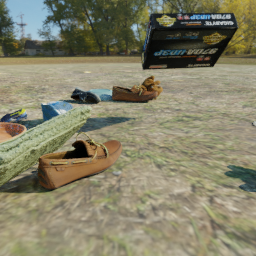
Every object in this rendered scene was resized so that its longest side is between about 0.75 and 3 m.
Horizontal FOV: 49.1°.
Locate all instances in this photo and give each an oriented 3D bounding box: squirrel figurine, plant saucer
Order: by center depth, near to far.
[{"bbox_3d":[-4.236,0.310,8.443,2.244,0.420,2.244,0,17,0],"label":"plant saucer"},{"bbox_3d":[1.203,-2.105,15.956,1.644,1.164,1.535,-16,29,-5],"label":"squirrel figurine"},{"bbox_3d":[-1.616,-1.986,16.281,2.212,0.426,2.212,0,17,0],"label":"plant saucer"}]

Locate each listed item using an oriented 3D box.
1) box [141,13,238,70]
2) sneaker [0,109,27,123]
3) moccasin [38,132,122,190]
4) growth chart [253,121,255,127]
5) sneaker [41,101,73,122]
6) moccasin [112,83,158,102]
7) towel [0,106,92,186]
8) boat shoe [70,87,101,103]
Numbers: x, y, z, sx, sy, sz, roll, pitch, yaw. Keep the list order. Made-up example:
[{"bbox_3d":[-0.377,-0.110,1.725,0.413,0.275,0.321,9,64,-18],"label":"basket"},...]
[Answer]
[{"bbox_3d":[2.063,-3.066,10.129,2.933,0.675,2.331,-3,-22,-8],"label":"box"},{"bbox_3d":[-4.423,-0.361,10.880,1.065,0.438,0.394,-19,47,-3],"label":"sneaker"},{"bbox_3d":[-1.037,0.619,6.532,2.300,0.888,0.841,-14,21,-39],"label":"moccasin"},{"bbox_3d":[5.145,-0.176,10.683,0.705,0.086,0.974,7,18,23],"label":"growth chart"},{"bbox_3d":[-2.448,-0.527,10.269,1.048,0.993,2.595,-12,21,-25],"label":"sneaker"},{"bbox_3d":[0.355,-1.944,15.108,2.528,0.976,0.925,7,18,23],"label":"moccasin"},{"bbox_3d":[-1.943,0.396,5.836,2.475,0.451,1.836,-37,-2,-43],"label":"towel"},{"bbox_3d":[-2.242,-1.599,14.866,1.950,0.700,0.659,19,59,34],"label":"boat shoe"}]
